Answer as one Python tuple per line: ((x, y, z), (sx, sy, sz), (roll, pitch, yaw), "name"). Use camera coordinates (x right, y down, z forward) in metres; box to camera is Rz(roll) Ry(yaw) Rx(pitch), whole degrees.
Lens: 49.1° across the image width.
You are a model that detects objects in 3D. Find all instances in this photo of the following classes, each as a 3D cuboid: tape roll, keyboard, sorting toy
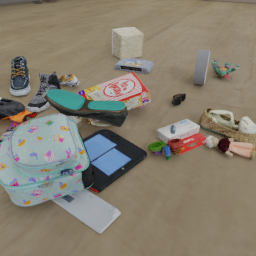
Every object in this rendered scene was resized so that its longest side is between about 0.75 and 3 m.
((3.241, -2.669, 12.322), (0.494, 1.495, 1.495), (10, 33, 15), "tape roll")
((-1.373, 1.657, 6.787), (2.554, 0.136, 0.719), (22, 44, 32), "keyboard")
((1.131, 0.648, 8.164), (1.055, 0.433, 0.634), (-12, 18, 8), "sorting toy")

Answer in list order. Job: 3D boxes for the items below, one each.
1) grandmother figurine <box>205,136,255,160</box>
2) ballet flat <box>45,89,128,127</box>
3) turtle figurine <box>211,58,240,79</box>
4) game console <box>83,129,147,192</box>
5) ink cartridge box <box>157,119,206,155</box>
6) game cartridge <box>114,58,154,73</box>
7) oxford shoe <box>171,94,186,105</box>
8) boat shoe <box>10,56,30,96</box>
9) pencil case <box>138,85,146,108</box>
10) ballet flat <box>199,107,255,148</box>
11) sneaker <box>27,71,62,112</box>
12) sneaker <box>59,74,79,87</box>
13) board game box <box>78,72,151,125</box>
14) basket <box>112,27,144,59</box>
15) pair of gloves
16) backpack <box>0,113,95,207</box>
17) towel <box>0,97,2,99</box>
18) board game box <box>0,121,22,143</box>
((3.005, 0.522, 8.314), (1.394, 0.422, 0.845), (14, 26, 16), "grandmother figurine")
((-1.379, -0.524, 9.087), (2.754, 0.942, 0.936), (13, 38, 10), "ballet flat")
((4.458, -2.793, 13.157), (1.267, 0.852, 1.692), (19, 20, 7), "turtle figurine")
((-0.745, 0.803, 7.932), (1.820, 0.319, 2.058), (25, 41, 34), "game console")
((1.772, 0.229, 8.866), (1.320, 0.295, 1.163), (-19, 36, -27), "ink cartridge box")
((0.342, -3.212, 14.306), (1.797, 0.373, 1.197), (11, 38, 17), "game cartridge")
((1.904, -1.116, 11.005), (0.404, 0.348, 0.958), (11, 25, 33), "oxford shoe")
((-4.738, -2.291, 12.115), (0.841, 1.079, 2.376), (-9, 33, -13), "boat shoe")
((0.493, -1.269, 11.051), (0.535, 0.512, 1.237), (-24, 26, 21), "pencil case")
((3.369, -0.075, 8.889), (2.363, 0.771, 0.833), (21, 40, 29), "ballet flat")
((-3.266, -1.473, 10.744), (0.768, 1.158, 2.034), (10, 34, 15), "sneaker")
((-2.646, -2.020, 12.369), (1.254, 0.553, 0.472), (8, 64, 47), "sneaker")
((-0.555, -1.152, 10.334), (2.328, 0.539, 1.763), (-21, 36, -6), "board game box")
((-0.012, -4.715, 15.656), (1.480, 1.466, 1.190), (-15, 40, -24), "basket")
((-4.721, -0.242, 9.286), (2.447, 0.340, 2.746), (16, 39, 29), "pair of gloves")
((-2.031, 0.756, 6.633), (2.092, 1.604, 1.839), (-21, 51, -8), "backpack")
((-5.352, -1.046, 10.991), (1.187, 0.182, 0.885), (25, 41, 33), "towel")
((-2.912, 0.175, 8.987), (1.962, 0.317, 1.178), (1, 28, 2), "board game box")
